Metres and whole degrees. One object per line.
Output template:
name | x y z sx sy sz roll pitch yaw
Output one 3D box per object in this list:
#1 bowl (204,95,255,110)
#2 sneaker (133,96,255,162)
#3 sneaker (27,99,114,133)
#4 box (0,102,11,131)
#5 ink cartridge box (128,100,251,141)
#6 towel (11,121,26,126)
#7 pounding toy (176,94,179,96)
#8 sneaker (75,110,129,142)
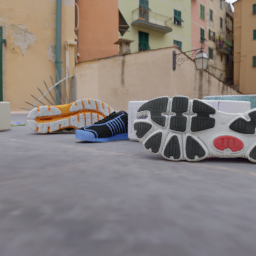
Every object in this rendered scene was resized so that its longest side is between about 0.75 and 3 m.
bowl | 3.105 -0.300 7.463 2.133 1.116 2.133 1 4 0
sneaker | 1.332 0.156 4.618 2.516 1.015 1.050 10 -9 10
sneaker | -1.729 -0.344 8.906 2.722 1.065 1.051 -1 -3 -14
box | -5.045 -0.331 8.711 1.186 0.971 2.497 2 5 26
ink cartridge box | 1.411 -0.159 6.488 2.329 0.971 1.691 4 6 43
towel | -5.237 -0.191 12.413 1.317 0.150 0.946 4 5 44
pounding toy | 2.594 -0.585 12.757 1.324 0.796 1.715 33 23 -36
sneaker | -0.438 -0.070 6.935 1.885 0.734 0.661 -3 6 -38
